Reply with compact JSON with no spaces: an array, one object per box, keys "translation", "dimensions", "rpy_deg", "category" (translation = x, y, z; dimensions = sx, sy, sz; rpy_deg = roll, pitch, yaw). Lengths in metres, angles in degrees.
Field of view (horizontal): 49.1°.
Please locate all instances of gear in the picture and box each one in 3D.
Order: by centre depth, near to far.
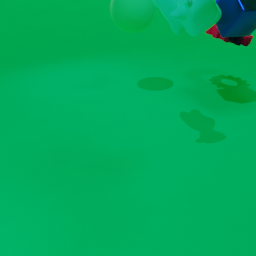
[{"translation":[3.234,-3.067,9.050],"dimensions":[1.505,0.278,1.505],"rpy_deg":[11,33,-8],"category":"gear"}]

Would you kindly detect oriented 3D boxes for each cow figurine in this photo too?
[{"translation":[0.948,-2.298,4.982],"dimensions":[0.881,1.604,1.578],"rpy_deg":[-37,-11,9],"category":"cow figurine"}]

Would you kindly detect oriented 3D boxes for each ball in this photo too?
[{"translation":[0.140,-3.526,8.300],"dimensions":[1.342,1.342,1.342],"rpy_deg":[0,30,0],"category":"ball"}]

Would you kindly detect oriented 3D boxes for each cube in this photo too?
[{"translation":[2.908,-3.068,7.295],"dimensions":[0.960,0.960,0.960],"rpy_deg":[-10,70,-20],"category":"cube"}]
